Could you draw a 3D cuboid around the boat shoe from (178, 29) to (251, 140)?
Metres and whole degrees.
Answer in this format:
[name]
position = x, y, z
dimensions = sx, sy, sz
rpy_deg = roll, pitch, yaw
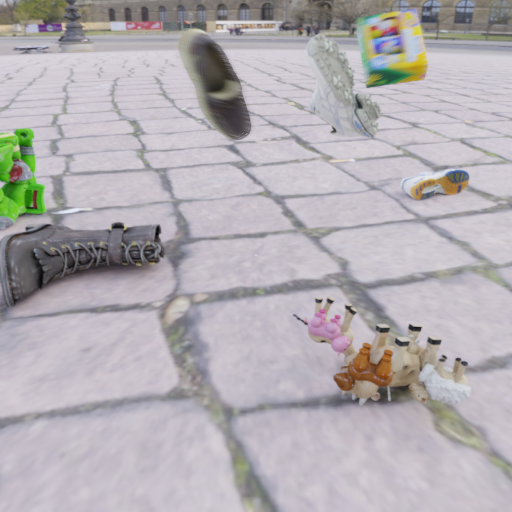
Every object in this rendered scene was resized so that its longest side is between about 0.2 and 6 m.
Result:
[boat shoe]
position = -0.652, -2.914, 9.950
dimensions = 0.802, 2.192, 0.710
rpy_deg = -38, 39, -5

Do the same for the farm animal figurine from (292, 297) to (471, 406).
[farm animal figurine]
position = 1.443, 1.293, 6.894
dimensions = 1.782, 0.940, 1.802
rpy_deg = 8, 17, -12

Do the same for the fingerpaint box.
[fingerpaint box]
position = 2.802, -4.319, 11.637
dimensions = 1.221, 0.537, 1.463
rpy_deg = -6, 68, 6

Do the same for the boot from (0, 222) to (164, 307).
[boot]
position = -2.812, -0.059, 9.527
dimensions = 2.452, 0.975, 2.817
rpy_deg = -2, 23, -2

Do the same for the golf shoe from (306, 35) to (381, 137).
[golf shoe]
position = 1.273, -2.792, 9.777
dimensions = 1.090, 2.242, 0.878
rpy_deg = -5, 56, 37

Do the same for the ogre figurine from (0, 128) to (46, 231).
[ogre figurine]
position = -5.322, -1.656, 12.066
dimensions = 1.370, 1.674, 2.793
rpy_deg = -12, 27, -15

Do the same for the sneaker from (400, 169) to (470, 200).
[sneaker]
position = 4.348, -1.848, 13.642
dimensions = 1.751, 0.659, 0.772
rpy_deg = -10, 27, -21
